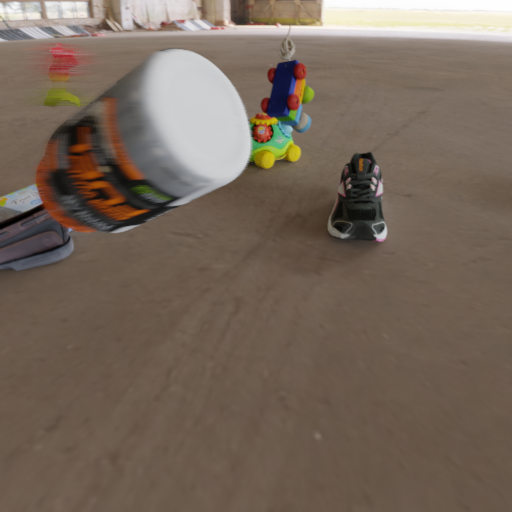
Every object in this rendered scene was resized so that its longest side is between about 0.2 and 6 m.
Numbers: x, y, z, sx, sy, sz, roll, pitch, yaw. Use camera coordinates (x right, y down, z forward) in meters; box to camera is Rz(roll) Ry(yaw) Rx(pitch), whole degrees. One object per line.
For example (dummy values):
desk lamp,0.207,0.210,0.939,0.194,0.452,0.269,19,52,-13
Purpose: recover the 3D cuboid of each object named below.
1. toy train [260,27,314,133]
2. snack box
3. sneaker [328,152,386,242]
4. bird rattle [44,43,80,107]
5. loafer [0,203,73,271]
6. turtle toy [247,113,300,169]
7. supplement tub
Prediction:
toy train,0.896,-3.860,12.463,0.870,2.056,1.189,4,-13,36
snack box,-4.570,-1.007,12.119,1.758,0.595,1.482,13,31,26
sneaker,2.163,-1.373,12.030,1.237,1.329,3.079,1,28,5
bird rattle,-2.270,-2.075,6.402,0.412,0.731,0.596,-11,38,-24
loafer,-5.113,-0.205,10.000,3.503,1.103,1.259,-16,31,-28
turtle toy,-0.021,-3.323,15.830,2.548,1.288,1.857,-19,33,-33
supplement tub,-1.331,-1.101,6.139,2.339,1.433,1.433,-20,11,40
